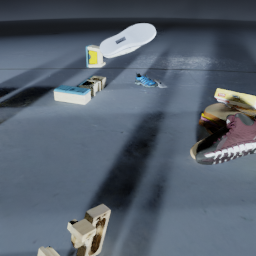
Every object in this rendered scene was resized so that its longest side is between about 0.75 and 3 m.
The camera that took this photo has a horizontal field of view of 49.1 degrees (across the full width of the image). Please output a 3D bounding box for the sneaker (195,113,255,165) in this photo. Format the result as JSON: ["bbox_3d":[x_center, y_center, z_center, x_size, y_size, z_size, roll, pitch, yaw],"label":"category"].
[{"bbox_3d":[3.064,0.280,8.717,2.342,0.886,1.353,-13,65,-5],"label":"sneaker"}]

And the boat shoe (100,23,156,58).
[{"bbox_3d":[0.021,-3.683,12.108,2.492,0.883,0.870,-24,-8,4],"label":"boat shoe"}]

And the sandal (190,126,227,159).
[{"bbox_3d":[3.046,0.478,9.332,2.255,0.827,0.742,-21,-11,-8],"label":"sandal"}]

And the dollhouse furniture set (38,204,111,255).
[{"bbox_3d":[-0.686,2.464,5.022,1.191,1.390,1.462,27,23,34],"label":"dollhouse furniture set"}]

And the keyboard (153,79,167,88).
[{"bbox_3d":[1.782,-2.528,15.829,0.390,0.074,1.386,-1,27,-13],"label":"keyboard"}]

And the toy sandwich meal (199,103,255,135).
[{"bbox_3d":[3.973,-0.169,10.372,2.506,0.858,2.506,0,27,0],"label":"toy sandwich meal"}]

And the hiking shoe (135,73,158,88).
[{"bbox_3d":[0.983,-2.586,15.302,1.449,0.628,0.539,17,32,29],"label":"hiking shoe"}]

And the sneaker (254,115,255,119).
[{"bbox_3d":[5.266,0.103,9.671,1.895,0.785,0.680,22,-6,7],"label":"sneaker"}]

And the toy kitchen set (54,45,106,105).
[{"bbox_3d":[-2.343,-2.762,13.903,1.633,2.221,2.772,9,29,14],"label":"toy kitchen set"}]

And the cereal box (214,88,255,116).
[{"bbox_3d":[4.496,-0.978,11.291,1.528,0.420,2.124,19,0,33],"label":"cereal box"}]
